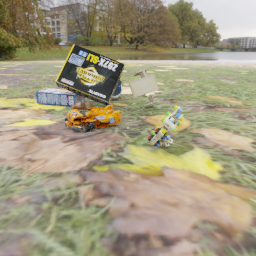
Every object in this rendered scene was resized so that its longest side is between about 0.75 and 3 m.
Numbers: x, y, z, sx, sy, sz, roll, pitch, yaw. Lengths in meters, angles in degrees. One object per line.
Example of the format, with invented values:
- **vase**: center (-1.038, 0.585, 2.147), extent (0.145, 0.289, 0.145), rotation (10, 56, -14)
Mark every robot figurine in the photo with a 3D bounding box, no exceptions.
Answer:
- **robot figurine**: center (-1.180, -0.334, 9.061), extent (1.762, 0.513, 1.277), rotation (-10, 25, -25)

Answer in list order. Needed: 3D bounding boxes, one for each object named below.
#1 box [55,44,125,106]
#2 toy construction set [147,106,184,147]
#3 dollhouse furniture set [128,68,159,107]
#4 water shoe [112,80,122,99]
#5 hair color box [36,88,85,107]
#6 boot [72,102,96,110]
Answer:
- **box**: center (-1.545, -2.214, 11.729), extent (2.342, 1.870, 0.578), rotation (22, -15, 1)
- **toy construction set**: center (0.911, 0.055, 6.872), extent (0.552, 1.199, 0.786), rotation (32, 52, 14)
- **dollhouse furniture set**: center (0.553, -1.576, 11.220), extent (1.012, 1.429, 1.556), rotation (-19, 2, -4)
- **water shoe**: center (-0.641, -1.790, 13.953), extent (0.625, 0.690, 1.748), rotation (20, 36, -4)
- **hair color box**: center (-2.978, -1.364, 12.430), extent (1.935, 0.586, 0.968), rotation (7, 20, 17)
- **boot**: center (-1.729, -0.812, 11.042), extent (0.847, 0.312, 0.655), rotation (19, -20, -40)
